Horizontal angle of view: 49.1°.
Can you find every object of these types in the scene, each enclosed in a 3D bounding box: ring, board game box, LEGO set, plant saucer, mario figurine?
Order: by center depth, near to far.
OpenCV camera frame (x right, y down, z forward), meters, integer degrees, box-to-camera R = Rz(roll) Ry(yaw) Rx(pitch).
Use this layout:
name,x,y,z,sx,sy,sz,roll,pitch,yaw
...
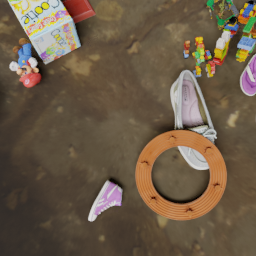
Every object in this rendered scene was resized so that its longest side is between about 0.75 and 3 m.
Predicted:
name,x,y,z,sx,sy,sz,roll,pitch,yaw
ring,1.501,1.361,7.995,2.599,0.249,2.599,0,92,5
mario figurine,-3.409,-2.095,9.101,0.899,1.047,1.696,-15,69,-17
board game box,-2.955,-3.837,9.369,1.423,1.448,2.762,-30,74,-8
LEGO set,3.437,-4.115,9.977,0.994,0.749,1.292,-36,73,19
plant saucer,-1.865,-4.392,10.207,1.055,0.194,1.057,-26,76,-8

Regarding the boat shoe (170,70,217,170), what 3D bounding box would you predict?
name,x,y,z,sx,sy,sz,roll,pitch,yaw
boat shoe,1.984,-0.255,8.532,1.115,0.970,3.026,-7,73,-2

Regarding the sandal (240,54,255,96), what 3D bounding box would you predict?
name,x,y,z,sx,sy,sz,roll,pitch,yaw
sandal,4.187,-1.859,9.320,0.668,0.403,1.641,20,74,6

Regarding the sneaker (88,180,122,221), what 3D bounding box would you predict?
name,x,y,z,sx,sy,sz,roll,pitch,yaw
sneaker,-0.594,2.206,8.070,0.718,0.456,1.259,29,75,5

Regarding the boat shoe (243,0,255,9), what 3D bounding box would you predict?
name,x,y,z,sx,sy,sz,roll,pitch,yaw
boat shoe,4.465,-4.517,10.195,0.842,0.279,0.315,-43,78,-12

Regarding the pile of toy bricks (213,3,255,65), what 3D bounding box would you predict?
name,x,y,z,sx,sy,sz,roll,pitch,yaw
pile of toy bricks,3.855,-2.829,9.141,1.476,1.314,2.661,25,60,25

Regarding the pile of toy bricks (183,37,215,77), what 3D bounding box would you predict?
name,x,y,z,sx,sy,sz,roll,pitch,yaw
pile of toy bricks,2.379,-2.464,9.317,0.855,0.761,1.541,-9,73,-3
